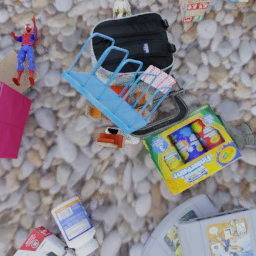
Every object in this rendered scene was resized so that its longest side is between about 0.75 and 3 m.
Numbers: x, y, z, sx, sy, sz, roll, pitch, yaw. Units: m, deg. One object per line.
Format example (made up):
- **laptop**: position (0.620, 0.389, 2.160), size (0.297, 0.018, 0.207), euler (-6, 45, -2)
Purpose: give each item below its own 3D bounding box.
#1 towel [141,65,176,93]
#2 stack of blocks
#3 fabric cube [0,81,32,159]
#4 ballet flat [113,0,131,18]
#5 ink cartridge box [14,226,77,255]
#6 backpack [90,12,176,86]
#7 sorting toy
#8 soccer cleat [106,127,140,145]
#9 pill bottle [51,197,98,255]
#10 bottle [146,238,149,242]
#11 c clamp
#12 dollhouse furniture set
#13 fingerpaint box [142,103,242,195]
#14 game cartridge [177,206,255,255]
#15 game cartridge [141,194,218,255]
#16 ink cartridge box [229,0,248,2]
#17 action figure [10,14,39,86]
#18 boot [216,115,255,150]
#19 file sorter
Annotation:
- **towel**: position (0.846, -1.372, 7.958), size (0.876, 0.641, 0.131), euler (28, 55, -12)
- **stack of blocks**: position (2.253, -5.302, 9.984), size (0.734, 1.443, 2.506), euler (-6, 76, -2)
- **fabric cube**: position (-4.459, -0.288, 8.334), size (2.115, 2.149, 2.156), euler (11, 83, 2)
- **ballet flat**: position (-0.242, -4.034, 10.123), size (0.702, 0.594, 1.857), euler (2, 76, 2)
- **ink cartridge box**: position (-2.297, 4.015, 8.097), size (1.899, 0.795, 1.370), euler (35, 79, 8)
- **backpack**: position (0.019, -2.430, 9.060), size (2.475, 1.864, 2.197), euler (-9, 76, -12)
- **sorting toy**: position (-4.298, -1.947, 9.772), size (2.057, 0.303, 1.520), euler (42, 85, 6)
- **soccer cleat**: position (-0.182, 0.240, 9.150), size (1.168, 0.497, 0.401), euler (20, 77, 5)
- **pill bottle**: position (-1.530, 2.946, 8.310), size (0.897, 0.897, 1.601), euler (-29, 80, -7)
- **bottle**: position (0.789, 4.183, 8.166), size (0.747, 0.584, 1.789), euler (8, 77, 2)
- **c clamp**: position (0.914, -0.645, 9.167), size (2.394, 0.324, 2.045), euler (-25, 49, -4)
- **dollhouse furniture set**: position (-0.380, -0.368, 8.561), size (1.960, 1.010, 1.939), euler (5, 82, 18)
- **fingerpaint box**: position (1.966, 0.662, 8.859), size (2.379, 0.873, 1.985), euler (-27, 78, -6)
- **game cartridge**: position (2.725, 3.221, 7.691), size (2.583, 0.537, 1.720), euler (-8, 79, -12)
- **game cartridge**: position (1.688, 3.208, 8.045), size (2.584, 0.528, 1.720), euler (-38, 92, -21)
- **ink cartridge box**: position (4.164, -5.106, 10.031), size (0.732, 1.265, 0.422), euler (0, 77, 1)
- **action figure**: position (-3.469, -2.780, 9.379), size (0.815, 1.237, 2.499), euler (-3, 61, -7)
- **boot**: position (3.525, 0.048, 9.270), size (0.919, 0.476, 1.407), euler (-27, 85, -11)
- **file sorter**: position (-0.196, -1.179, 7.272), size (2.257, 1.566, 1.385), euler (42, 110, 9)
